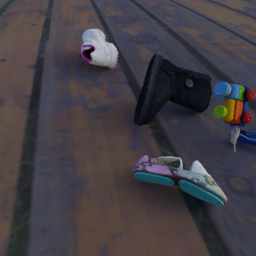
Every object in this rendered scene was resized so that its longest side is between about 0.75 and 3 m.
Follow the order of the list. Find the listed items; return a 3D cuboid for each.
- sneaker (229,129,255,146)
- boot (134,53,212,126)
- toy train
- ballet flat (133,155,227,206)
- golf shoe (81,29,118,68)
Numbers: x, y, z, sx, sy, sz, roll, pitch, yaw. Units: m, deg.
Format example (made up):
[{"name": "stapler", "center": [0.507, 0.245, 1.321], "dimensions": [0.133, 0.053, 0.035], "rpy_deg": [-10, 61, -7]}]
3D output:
[{"name": "sneaker", "center": [3.253, 0.202, 7.456], "dimensions": [1.034, 0.362, 0.403], "rpy_deg": [18, 58, 23]}, {"name": "boot", "center": [1.436, -0.895, 8.359], "dimensions": [2.097, 0.953, 2.495], "rpy_deg": [21, 63, -9]}, {"name": "toy train", "center": [2.494, -0.281, 6.907], "dimensions": [0.962, 1.662, 0.704], "rpy_deg": [11, -5, -33]}, {"name": "ballet flat", "center": [1.141, 1.005, 6.075], "dimensions": [2.071, 0.716, 0.737], "rpy_deg": [14, 60, 23]}, {"name": "golf shoe", "center": [-1.497, -3.461, 11.805], "dimensions": [1.292, 1.063, 2.823], "rpy_deg": [-9, 40, -29]}]
